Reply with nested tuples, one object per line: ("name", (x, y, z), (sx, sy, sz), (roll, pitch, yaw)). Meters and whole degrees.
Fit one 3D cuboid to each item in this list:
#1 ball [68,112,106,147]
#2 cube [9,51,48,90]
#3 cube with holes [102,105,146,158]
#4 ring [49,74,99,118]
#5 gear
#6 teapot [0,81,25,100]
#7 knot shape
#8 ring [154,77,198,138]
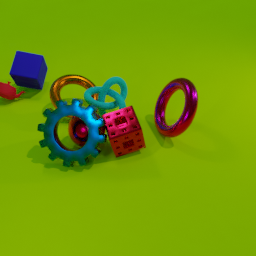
("ball", (-1.064, 0.027, 7.252), (0.969, 0.969, 0.969), (0, 37, 0))
("cube", (-3.342, -1.936, 9.517), (0.900, 0.900, 0.900), (10, 73, -3))
("cube with holes", (-0.099, 0.092, 7.024), (0.806, 0.806, 0.806), (-19, 52, -2))
("ring", (-1.592, -0.975, 8.587), (1.586, 0.317, 1.586), (11, 59, -19))
("gear", (-1.315, 0.112, 6.656), (1.604, 1.604, 0.297), (4, 7, 5))
("teapot", (-3.946, -1.247, 9.159), (1.137, 0.557, 0.707), (23, 0, -10))
("knot shape", (-0.499, -0.909, 8.152), (1.341, 0.620, 1.255), (40, 78, -2))
("ring", (1.256, -0.552, 7.572), (0.333, 1.663, 1.663), (14, 29, -28))
